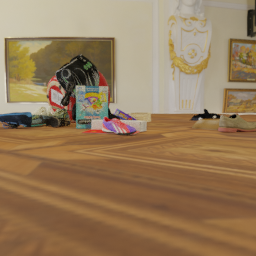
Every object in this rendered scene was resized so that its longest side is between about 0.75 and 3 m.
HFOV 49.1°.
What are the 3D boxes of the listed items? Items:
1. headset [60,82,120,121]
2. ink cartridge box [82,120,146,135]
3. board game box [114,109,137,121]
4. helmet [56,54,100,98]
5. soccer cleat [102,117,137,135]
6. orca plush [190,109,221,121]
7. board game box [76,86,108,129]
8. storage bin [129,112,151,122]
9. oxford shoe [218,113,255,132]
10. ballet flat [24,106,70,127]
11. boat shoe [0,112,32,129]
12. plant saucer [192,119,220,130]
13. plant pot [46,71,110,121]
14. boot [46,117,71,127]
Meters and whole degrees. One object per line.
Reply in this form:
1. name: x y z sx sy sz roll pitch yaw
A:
1. headset: -1.535 -0.835 11.524 1.840 1.400 2.980 14 -3 36
2. ink cartridge box: -0.393 -0.054 8.925 1.687 0.377 1.487 2 4 17
3. board game box: -0.165 -0.526 12.978 0.976 0.325 1.451 30 2 -5
4. helmet: -2.254 -2.316 13.192 1.922 1.833 1.922 -29 22 13
5. soccer cleat: -0.277 -0.061 8.067 1.185 0.434 0.404 8 17 38
6. orca plush: 4.768 -0.808 17.186 1.124 0.760 2.137 -2 4 -25
7. board game box: -1.358 -0.778 10.576 1.198 1.588 0.373 -1 4 -11
8. storage bin: 0.726 -0.644 16.546 1.148 0.542 1.156 0 4 13
9. oxford shoe: 3.659 -0.178 9.104 1.589 0.594 0.560 -2 4 -25
10. ballet flat: -3.655 -0.552 12.530 0.977 0.977 2.631 2 4 26
11. boat shoe: -4.354 -0.255 10.531 1.790 0.614 0.753 1 12 36
12. plant saucer: 3.475 -0.164 10.765 1.974 0.349 1.974 0 3 0
13. plant pot: -2.872 -1.725 15.674 2.652 2.913 2.913 -20 16 -41
14. boot: -2.809 -0.251 11.636 0.896 0.435 1.190 -4 -1 -38
